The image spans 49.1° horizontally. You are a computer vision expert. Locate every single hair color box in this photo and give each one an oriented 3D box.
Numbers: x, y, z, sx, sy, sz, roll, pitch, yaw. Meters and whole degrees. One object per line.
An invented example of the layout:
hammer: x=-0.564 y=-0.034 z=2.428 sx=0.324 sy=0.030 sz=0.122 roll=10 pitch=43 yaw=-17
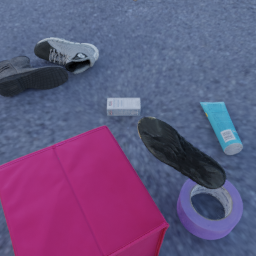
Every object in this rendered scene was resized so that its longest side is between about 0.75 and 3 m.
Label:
hair color box: x=-0.153 y=-0.763 z=10.069 sx=1.188 sy=0.360 sz=0.588 roll=0 pitch=51 yaw=-1

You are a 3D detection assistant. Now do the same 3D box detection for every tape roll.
tape roll: x=2.161 y=2.084 z=7.527 sx=1.612 sy=0.685 sz=1.612 roll=-1 pitch=50 yaw=1

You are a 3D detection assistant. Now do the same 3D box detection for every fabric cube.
fabric cube: x=-0.997 y=2.057 z=6.288 sx=2.686 sy=2.635 sz=2.677 roll=-23 pitch=54 yaw=-18

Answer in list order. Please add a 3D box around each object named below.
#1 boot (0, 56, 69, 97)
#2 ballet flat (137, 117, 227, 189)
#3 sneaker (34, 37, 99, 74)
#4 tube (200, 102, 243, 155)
boot: x=-3.847 y=-2.301 z=11.013 sx=2.747 sy=0.959 sz=1.808 roll=-11 pitch=46 yaw=-15
ballet flat: x=1.103 y=0.554 z=6.094 sx=2.244 sy=0.637 sz=0.746 roll=39 pitch=95 yaw=11
sneaker: x=-2.595 y=-2.851 z=11.239 sx=2.698 sy=1.012 sz=1.558 roll=2 pitch=41 yaw=1
tube: x=3.177 y=-0.149 z=9.491 sx=0.887 sy=0.578 sz=2.292 roll=2 pitch=46 yaw=-9
